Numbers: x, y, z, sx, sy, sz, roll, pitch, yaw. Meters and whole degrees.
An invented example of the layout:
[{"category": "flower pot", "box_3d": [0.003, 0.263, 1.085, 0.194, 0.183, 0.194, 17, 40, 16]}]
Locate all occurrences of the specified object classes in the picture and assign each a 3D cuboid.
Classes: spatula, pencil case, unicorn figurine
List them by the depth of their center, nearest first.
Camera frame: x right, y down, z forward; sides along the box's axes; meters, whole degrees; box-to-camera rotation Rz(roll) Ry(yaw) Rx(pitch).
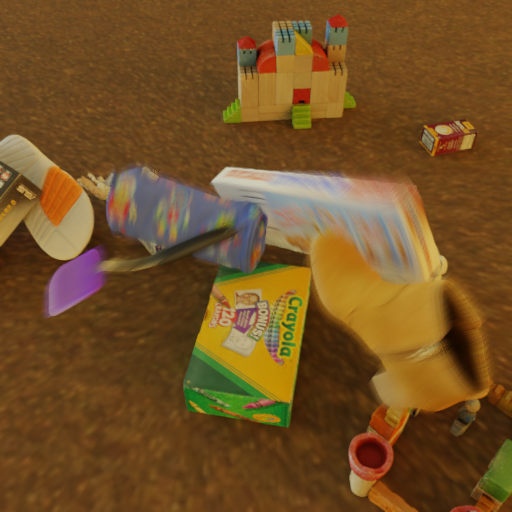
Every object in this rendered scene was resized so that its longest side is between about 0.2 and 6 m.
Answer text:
[{"category": "spatula", "box_3d": [-1.139, 0.043, 5.518, 2.005, 0.206, 0.567, -18, 54, 1]}, {"category": "pencil case", "box_3d": [-0.881, -0.494, 7.260, 2.136, 0.833, 0.928, 18, 91, 8]}, {"category": "unicorn figurine", "box_3d": [-2.442, -1.113, 9.425, 0.761, 0.409, 1.107, 30, 28, 18]}]

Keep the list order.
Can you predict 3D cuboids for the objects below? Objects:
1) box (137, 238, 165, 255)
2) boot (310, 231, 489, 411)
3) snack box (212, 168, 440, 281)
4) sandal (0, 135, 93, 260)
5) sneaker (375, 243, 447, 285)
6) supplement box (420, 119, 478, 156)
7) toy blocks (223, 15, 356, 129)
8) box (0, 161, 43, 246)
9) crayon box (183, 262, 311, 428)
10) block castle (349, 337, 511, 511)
[{"category": "box", "box_3d": [-1.365, -0.448, 8.757, 0.898, 0.471, 0.826, -32, 54, -20]}, {"category": "boot", "box_3d": [1.334, 0.429, 5.326, 0.739, 1.504, 2.101, -17, 74, -22]}, {"category": "snack box", "box_3d": [0.739, -0.498, 7.262, 3.198, 1.150, 0.389, 15, 53, 46]}, {"category": "sandal", "box_3d": [-3.266, -0.969, 8.963, 1.040, 0.778, 2.714, -44, 64, 2]}, {"category": "sneaker", "box_3d": [1.784, -0.046, 7.905, 0.782, 1.196, 2.082, -32, 54, -27]}, {"category": "supplement box", "box_3d": [3.638, -2.244, 10.592, 0.896, 0.384, 0.494, -12, 47, -11]}, {"category": "toy blocks", "box_3d": [0.688, -3.650, 10.909, 2.747, 1.878, 1.373, -4, 46, -3]}, {"category": "box", "box_3d": [-4.755, -0.844, 8.584, 2.441, 0.590, 1.933, 31, 78, 26]}, {"category": "crayon box", "box_3d": [-0.040, 1.035, 7.253, 1.272, 0.624, 2.142, 7, 46, 7]}, {"category": "block castle", "box_3d": [2.204, 1.893, 6.094, 1.590, 1.116, 2.380, 33, 54, 28]}]
